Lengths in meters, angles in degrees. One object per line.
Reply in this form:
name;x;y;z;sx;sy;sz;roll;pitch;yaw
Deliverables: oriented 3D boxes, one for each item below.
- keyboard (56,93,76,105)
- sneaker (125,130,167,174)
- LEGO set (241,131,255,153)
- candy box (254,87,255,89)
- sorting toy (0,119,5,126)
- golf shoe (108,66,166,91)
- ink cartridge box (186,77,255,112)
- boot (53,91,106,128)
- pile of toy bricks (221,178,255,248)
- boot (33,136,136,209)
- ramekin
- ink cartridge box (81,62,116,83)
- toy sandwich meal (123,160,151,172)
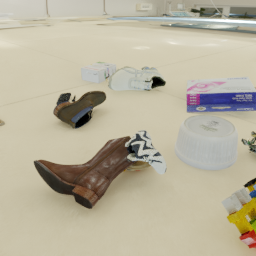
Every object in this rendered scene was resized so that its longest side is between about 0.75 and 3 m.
keyboard;-2.601;-1.278;12.015;0.785;0.127;1.236;-1;28;-3
sneaker;0.363;0.725;6.703;0.787;1.209;0.483;-33;13;-27
LEGO set;3.931;0.598;8.133;1.147;0.501;1.766;22;21;33
candy box;5.677;-1.605;12.467;1.020;0.282;0.589;17;32;30
sorting toy;-5.093;-0.281;9.794;2.127;0.360;1.026;21;33;35
golf shoe;0.484;-2.180;12.836;2.792;1.093;1.358;-16;37;-26
ink cartridge box;3.772;-1.440;11.551;2.676;0.590;2.726;-1;25;13
boot;-1.463;-0.640;10.235;2.248;0.840;1.090;-28;51;-33
pile of toy bricks;3.381;1.460;5.576;2.972;1.649;1.467;-12;67;-44
boot;-0.925;0.760;6.934;1.983;0.683;2.128;27;49;21
ramekin;2.243;0.320;7.980;1.775;0.932;1.775;0;27;0
ink cartridge box;-1.514;-2.923;14.623;1.151;0.667;1.589;15;31;28
toy sandwich meal;0.259;0.892;7.523;1.059;0.363;1.059;-3;28;2
